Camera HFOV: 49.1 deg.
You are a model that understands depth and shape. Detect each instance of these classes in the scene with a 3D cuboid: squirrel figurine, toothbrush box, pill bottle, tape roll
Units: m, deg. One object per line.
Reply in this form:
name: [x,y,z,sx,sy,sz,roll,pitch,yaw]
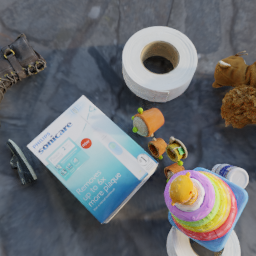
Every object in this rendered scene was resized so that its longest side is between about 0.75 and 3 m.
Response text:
squirrel figurine: [3.467,-1.157,7.967,2.217,1.681,2.375,22,69,15]
toothbrush box: [-0.899,0.832,7.479,2.758,1.176,2.019,43,76,14]
pill bottle: [2.616,1.250,7.312,0.580,1.002,0.580,0,91,-9]
tape roll: [1.802,2.854,6.773,1.665,0.582,1.665,5,47,-6]
tape roll: [0.941,-1.960,8.629,2.270,0.794,2.270,0,71,0]

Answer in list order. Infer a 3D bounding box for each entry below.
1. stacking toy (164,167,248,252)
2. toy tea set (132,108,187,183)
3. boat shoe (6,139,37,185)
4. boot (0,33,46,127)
stacking toy: [1.299,1.415,5.572,1.514,2.758,1.601,26,83,33]
toy tea set: [0.742,0.530,7.483,0.855,1.374,2.311,-30,78,-24]
boat shoe: [-3.075,0.926,7.797,0.475,0.505,1.406,-31,76,-15]
boot: [-3.577,-1.464,8.376,2.433,0.968,2.795,-28,71,-8]
